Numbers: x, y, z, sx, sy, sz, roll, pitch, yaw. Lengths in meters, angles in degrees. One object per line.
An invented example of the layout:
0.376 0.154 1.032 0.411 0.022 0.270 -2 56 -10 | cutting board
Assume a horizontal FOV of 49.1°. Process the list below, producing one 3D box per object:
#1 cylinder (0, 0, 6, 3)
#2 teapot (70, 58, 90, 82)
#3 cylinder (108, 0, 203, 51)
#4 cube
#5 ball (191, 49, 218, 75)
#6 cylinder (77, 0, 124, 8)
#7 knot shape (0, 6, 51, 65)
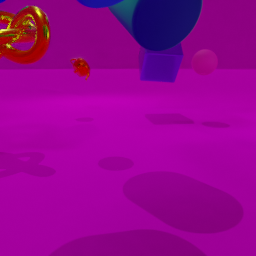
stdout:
-3.488 -3.632 6.753 0.981 0.981 0.981 30 25 23 | cylinder
-1.701 -2.125 10.127 0.554 1.132 0.704 -37 -17 -17 | teapot
0.405 -2.249 4.934 1.307 1.307 1.307 -7 47 -28 | cylinder
1.167 -2.663 10.442 1.351 1.351 1.351 3 54 -6 | cube
2.570 -2.200 9.411 0.852 0.852 0.852 0 13 0 | ball
-0.400 -2.485 3.452 1.353 1.353 1.353 -30 -7 -4 | cylinder
-2.546 -2.055 6.133 1.890 0.873 1.769 -19 44 3 | knot shape
